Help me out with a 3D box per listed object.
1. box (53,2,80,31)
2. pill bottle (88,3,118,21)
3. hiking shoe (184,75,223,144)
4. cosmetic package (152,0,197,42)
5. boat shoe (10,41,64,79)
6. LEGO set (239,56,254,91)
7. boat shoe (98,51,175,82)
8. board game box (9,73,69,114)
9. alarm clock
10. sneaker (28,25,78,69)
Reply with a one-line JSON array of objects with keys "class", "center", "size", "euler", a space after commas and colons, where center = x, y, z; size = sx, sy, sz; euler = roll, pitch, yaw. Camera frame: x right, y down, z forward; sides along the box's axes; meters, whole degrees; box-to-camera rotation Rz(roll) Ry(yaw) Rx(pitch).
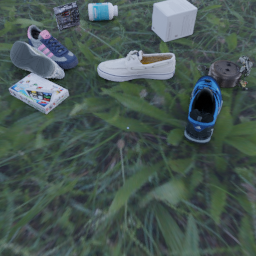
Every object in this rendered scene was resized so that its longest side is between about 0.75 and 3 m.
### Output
[{"class": "box", "center": [-1.759, -3.234, 8.155], "size": [0.672, 0.852, 0.212], "euler": [-21, 80, -10]}, {"class": "pill bottle", "center": [-0.957, -4.478, 10.781], "size": [1.096, 0.607, 0.607], "euler": [-4, 49, -3]}, {"class": "hiking shoe", "center": [2.054, -0.703, 7.191], "size": [0.881, 1.027, 2.369], "euler": [11, 50, 10]}, {"class": "cosmetic package", "center": [1.618, -3.865, 9.975], "size": [1.205, 1.008, 1.002], "euler": [-21, 53, -16]}, {"class": "boat shoe", "center": [-2.863, -2.056, 8.678], "size": [2.088, 0.670, 0.770], "euler": [28, 95, 26]}, {"class": "LEGO set", "center": [3.525, -1.689, 8.262], "size": [0.343, 0.785, 1.209], "euler": [-7, 72, 34]}, {"class": "boat shoe", "center": [0.256, -1.953, 8.421], "size": [2.367, 0.826, 0.839], "euler": [1, 49, 1]}, {"class": "board game box", "center": [-2.540, -1.021, 7.989], "size": [1.446, 0.250, 0.913], "euler": [28, 54, 22]}, {"class": "alarm clock", "center": [2.798, -1.701, 8.484], "size": [1.390, 0.463, 0.938], "euler": [16, 51, 17]}, {"class": "sneaker", "center": [-2.482, -2.599, 8.960], "size": [2.114, 0.867, 0.742], "euler": [29, 55, 23]}]
